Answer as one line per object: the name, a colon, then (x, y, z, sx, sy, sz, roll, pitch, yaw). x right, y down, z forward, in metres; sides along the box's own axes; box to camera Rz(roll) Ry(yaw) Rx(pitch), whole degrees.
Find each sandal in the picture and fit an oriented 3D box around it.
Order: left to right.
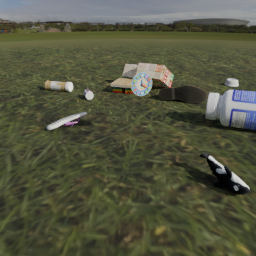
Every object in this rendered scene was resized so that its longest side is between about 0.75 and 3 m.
sandal: (-2.376, -0.206, 11.064, 1.667, 0.410, 0.678, -23, 14, -19)

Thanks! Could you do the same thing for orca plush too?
orca plush: (2.372, 1.256, 7.272, 0.541, 0.801, 1.522, -42, 58, -2)

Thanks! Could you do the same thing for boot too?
boot: (2.859, -1.758, 14.276, 2.405, 0.885, 0.907, 7, 13, 22)

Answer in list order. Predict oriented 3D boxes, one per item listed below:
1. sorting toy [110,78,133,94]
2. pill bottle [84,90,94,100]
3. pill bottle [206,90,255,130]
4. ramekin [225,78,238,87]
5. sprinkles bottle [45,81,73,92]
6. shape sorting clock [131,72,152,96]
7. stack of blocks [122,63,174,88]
sorting toy: (-0.021, -2.382, 16.030, 1.552, 0.544, 1.562, 7, 24, 16)
pill bottle: (-2.093, -1.779, 14.731, 0.436, 0.436, 0.776, -7, 24, -17)
pill bottle: (4.417, -0.720, 10.856, 2.589, 1.451, 1.451, 9, 24, 21)
ramekin: (6.409, -2.808, 17.276, 0.803, 0.374, 0.803, -1, 22, 0)
sprinkles bottle: (-3.980, -2.407, 16.101, 1.588, 0.542, 0.542, 6, 23, 17)
shape sorting clock: (0.452, -1.420, 9.098, 0.781, 0.781, 0.153, -13, 21, -28)
stack of blocks: (1.094, -3.198, 16.723, 2.822, 0.826, 1.625, 14, -3, 32)
